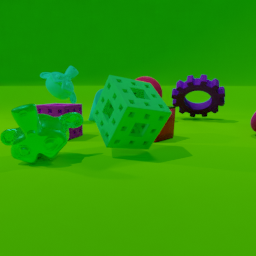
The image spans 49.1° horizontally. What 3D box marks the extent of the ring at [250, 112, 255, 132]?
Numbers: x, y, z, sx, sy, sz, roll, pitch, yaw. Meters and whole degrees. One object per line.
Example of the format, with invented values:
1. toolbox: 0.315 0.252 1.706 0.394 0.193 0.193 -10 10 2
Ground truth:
1. ring: 3.853 -0.402 6.901 1.693 0.339 1.693 -14 -30 -8

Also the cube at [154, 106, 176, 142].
1. cube: 0.605 -0.150 6.783 0.773 0.773 0.773 13 15 41

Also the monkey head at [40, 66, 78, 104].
1. monkey head: -2.161 -1.520 9.347 1.069 1.486 0.895 -55 13 -27

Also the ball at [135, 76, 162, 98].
1. ball: 0.581 -1.164 9.585 1.190 1.190 1.190 0 9 0

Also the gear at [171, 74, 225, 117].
1. gear: 2.467 -1.086 9.890 1.810 1.810 0.335 2 52 13

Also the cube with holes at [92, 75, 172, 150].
1. cube with holes: 0.033 -0.276 5.365 0.957 0.957 0.957 5 39 -32

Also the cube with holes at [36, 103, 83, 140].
1. cube with holes: -1.676 -0.177 6.923 0.808 0.808 0.808 3 9 20

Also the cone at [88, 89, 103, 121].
1. cone: -0.986 -0.499 9.556 1.264 1.259 1.259 -27 -11 41

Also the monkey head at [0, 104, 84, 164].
1. monkey head: -1.586 0.006 4.894 1.574 1.132 0.948 -15 27 -3
